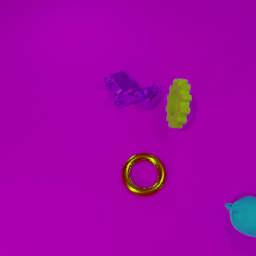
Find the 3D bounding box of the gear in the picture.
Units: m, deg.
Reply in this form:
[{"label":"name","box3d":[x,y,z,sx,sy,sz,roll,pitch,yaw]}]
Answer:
[{"label":"gear","box3d":[1.357,-0.663,7.645,0.244,1.320,1.320,5,63,-9]}]

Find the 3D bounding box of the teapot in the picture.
[{"label":"teapot","box3d":[2.881,2.136,6.715,0.742,1.516,0.942,5,96,-18]}]

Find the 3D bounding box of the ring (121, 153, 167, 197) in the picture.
[{"label":"ring","box3d":[0.444,1.284,7.790,1.270,0.254,1.270,0,63,0]}]

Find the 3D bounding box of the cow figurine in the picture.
[{"label":"cow figurine","box3d":[0.194,-1.226,8.745,1.555,0.867,1.580,-24,68,-7]}]
